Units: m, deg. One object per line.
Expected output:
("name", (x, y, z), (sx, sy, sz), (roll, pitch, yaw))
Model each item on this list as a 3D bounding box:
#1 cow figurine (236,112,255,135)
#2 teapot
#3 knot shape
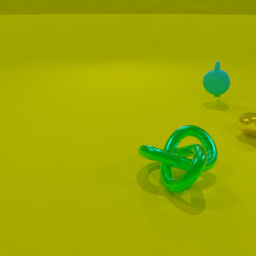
("cow figurine", (3.143, -0.072, 6.656), (1.273, 0.699, 1.253), (8, 9, 41))
("teapot", (2.970, -1.526, 9.308), (0.894, 1.438, 0.704), (11, 41, 30))
("knot shape", (1.069, 0.490, 5.342), (1.439, 0.710, 1.537), (-25, 29, -24))
